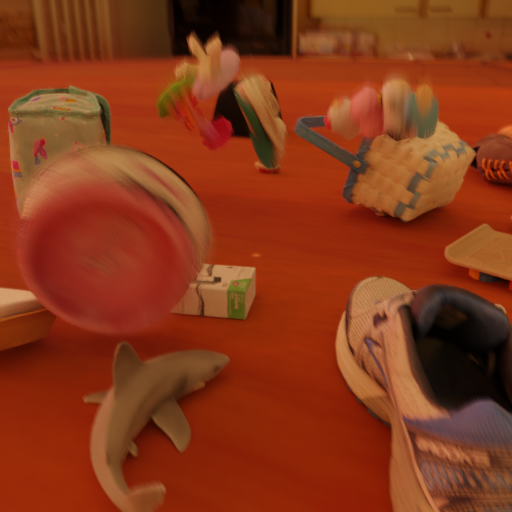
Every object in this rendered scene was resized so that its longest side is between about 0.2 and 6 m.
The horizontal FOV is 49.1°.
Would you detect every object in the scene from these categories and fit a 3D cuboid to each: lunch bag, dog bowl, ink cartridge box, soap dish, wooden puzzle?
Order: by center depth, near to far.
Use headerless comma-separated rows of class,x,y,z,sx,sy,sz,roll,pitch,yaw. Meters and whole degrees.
dog bowl,-1.370,-0.055,5.284,1.823,1.823,0.672,0,30,-1
soap dish,-2.769,0.622,5.640,1.208,0.491,0.951,5,5,18
ink cartridge box,-0.511,0.402,6.601,0.920,0.387,0.672,4,24,9
wooden puzzle,3.453,0.113,7.378,1.535,0.355,1.422,25,34,36
lunch bag,-3.070,-1.559,8.999,1.485,2.075,2.436,-3,24,-15

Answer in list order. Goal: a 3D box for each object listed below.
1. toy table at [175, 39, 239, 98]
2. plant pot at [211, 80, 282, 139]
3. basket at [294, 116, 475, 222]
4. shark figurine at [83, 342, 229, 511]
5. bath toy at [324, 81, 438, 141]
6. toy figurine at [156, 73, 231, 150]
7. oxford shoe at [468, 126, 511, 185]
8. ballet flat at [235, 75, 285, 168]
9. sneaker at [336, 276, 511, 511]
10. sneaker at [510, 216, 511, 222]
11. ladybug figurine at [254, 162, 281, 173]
toy table,-0.917,-3.438,10.261,0.646,1.102,1.013,27,28,-53
plant pot,-0.266,-4.248,16.046,1.622,1.443,1.626,12,27,27
basket,2.154,-1.759,9.582,2.236,1.764,2.536,-20,54,-42
shark figurine,-0.957,1.158,4.317,1.261,0.881,2.111,0,22,4
bath toy,1.639,-1.994,7.848,0.664,0.781,1.796,-11,14,-33
toy figurine,-0.955,-2.311,9.430,1.167,0.952,1.268,43,18,-5
oxford shoe,5.039,-1.678,10.824,1.221,1.194,3.350,-17,17,6
ballet flat,0.188,-2.207,9.350,0.599,1.875,0.709,-44,61,-12
sneaker,1.469,0.775,4.456,1.277,1.412,3.315,-2,23,-4
sneaker,4.544,-0.480,8.181,0.781,0.724,1.926,-40,20,0
ladybug figurine,0.251,-1.923,12.200,0.588,0.212,0.399,8,25,18
